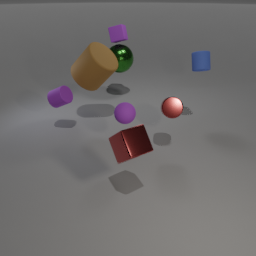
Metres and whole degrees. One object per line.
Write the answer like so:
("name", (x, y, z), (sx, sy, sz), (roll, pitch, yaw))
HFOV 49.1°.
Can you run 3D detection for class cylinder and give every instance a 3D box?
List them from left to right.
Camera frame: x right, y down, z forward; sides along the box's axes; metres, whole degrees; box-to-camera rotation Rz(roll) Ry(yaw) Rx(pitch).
("cylinder", (-2.593, -1.194, 10.725), (0.700, 0.700, 0.700), (-16, 18, 30))
("cylinder", (-1.340, -2.431, 11.168), (1.400, 1.400, 1.400), (27, 43, -29))
("cylinder", (1.457, -0.687, 9.388), (0.700, 0.700, 0.700), (2, 6, 3))
("cylinder", (2.847, -2.594, 10.916), (0.700, 0.700, 0.700), (-3, 5, 0))

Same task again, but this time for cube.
("cube", (-0.466, -4.538, 13.488), (0.700, 0.700, 0.700), (-8, 13, 17))
("cube", (0.065, 0.397, 6.873), (0.700, 0.700, 0.700), (-17, -8, -33))

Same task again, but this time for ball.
("ball", (-0.419, -3.475, 14.034), (1.400, 1.400, 1.400), (0, 28, 0))
("ball", (-0.096, -0.473, 8.951), (0.700, 0.700, 0.700), (0, 28, 0))
